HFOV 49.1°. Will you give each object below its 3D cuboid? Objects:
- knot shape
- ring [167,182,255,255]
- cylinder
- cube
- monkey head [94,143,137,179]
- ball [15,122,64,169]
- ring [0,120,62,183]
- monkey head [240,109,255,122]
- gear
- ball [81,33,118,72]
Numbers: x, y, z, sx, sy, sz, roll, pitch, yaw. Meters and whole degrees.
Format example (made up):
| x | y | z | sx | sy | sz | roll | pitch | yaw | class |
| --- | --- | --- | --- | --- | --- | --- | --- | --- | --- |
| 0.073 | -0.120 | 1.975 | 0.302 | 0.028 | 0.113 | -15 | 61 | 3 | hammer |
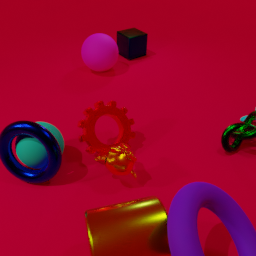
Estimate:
| x | y | z | sx | sy | sz | roll | pitch | yaw | class |
| --- | --- | --- | --- | --- | --- | --- | --- | --- | --- |
| 2.962 | 0.107 | 7.225 | 1.274 | 1.192 | 0.589 | -37 | 74 | 14 | knot shape |
| 1.340 | 1.717 | 4.034 | 1.978 | 0.396 | 1.978 | 27 | 42 | -28 | ring |
| 0.000 | 1.888 | 4.667 | 1.280 | 1.280 | 1.280 | -9 | 40 | -11 | cylinder |
| 0.155 | -3.511 | 11.635 | 0.937 | 0.937 | 0.937 | -23 | 44 | -28 | cube |
| -0.175 | 0.688 | 6.185 | 1.043 | 0.628 | 0.750 | 26 | 17 | -5 | monkey head |
| -2.071 | 0.404 | 6.602 | 1.104 | 1.104 | 1.104 | 0 | 39 | 0 | ball |
| -2.179 | 0.550 | 6.192 | 1.515 | 1.515 | 0.303 | 8 | 23 | 10 | ring |
| 4.086 | -0.391 | 7.510 | 1.926 | 1.161 | 1.386 | 7 | 25 | 19 | monkey head |
| -0.513 | 0.049 | 6.944 | 1.443 | 1.443 | 0.267 | -24 | 5 | -27 | gear |
| -1.043 | -2.805 | 10.444 | 1.375 | 1.375 | 1.375 | 0 | 39 | 0 | ball |
